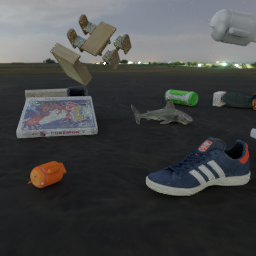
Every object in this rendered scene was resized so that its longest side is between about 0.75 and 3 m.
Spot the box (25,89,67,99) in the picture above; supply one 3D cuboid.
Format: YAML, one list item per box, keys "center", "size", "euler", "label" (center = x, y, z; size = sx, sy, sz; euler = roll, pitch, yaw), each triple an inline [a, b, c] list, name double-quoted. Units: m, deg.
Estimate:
- center: [-4.323, -1.610, 15.317]
  size: [2.406, 0.935, 1.142]
  euler: [-4, 14, -18]
  label: "box"

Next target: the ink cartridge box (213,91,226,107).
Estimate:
- center: [5.177, -1.653, 15.927]
  size: [0.430, 0.743, 1.275]
  euler: [10, 17, 34]
  label: "ink cartridge box"

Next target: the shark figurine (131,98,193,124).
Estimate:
- center: [1.411, -0.730, 11.708]
  size: [2.461, 1.027, 1.471]
  euler: [4, 13, 7]
  label: "shark figurine"

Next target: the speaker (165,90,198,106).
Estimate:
- center: [3.076, -1.769, 16.243]
  size: [0.853, 0.853, 1.929]
  euler: [-11, 18, -38]
  label: "speaker"

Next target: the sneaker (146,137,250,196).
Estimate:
- center: [1.468, 0.700, 5.774]
  size: [2.352, 0.994, 0.882]
  euler: [-6, 15, -21]
  label: "sneaker"

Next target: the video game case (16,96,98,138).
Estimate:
- center: [-2.630, -0.529, 10.689]
  size: [2.680, 0.338, 2.941]
  euler: [-3, 29, -11]
  label: "video game case"

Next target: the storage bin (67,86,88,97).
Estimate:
- center: [-2.214, -1.123, 12.633]
  size: [1.043, 1.434, 0.963]
  euler: [-3, 5, -11]
  label: "storage bin"

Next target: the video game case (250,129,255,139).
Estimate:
- center: [4.442, 0.501, 6.687]
  size: [2.231, 0.287, 2.454]
  euler: [12, 7, 5]
  label: "video game case"

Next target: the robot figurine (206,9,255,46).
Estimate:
- center: [3.635, -3.443, 9.624]
  size: [1.885, 1.064, 1.599]
  euler: [9, 29, -3]
  label: "robot figurine"

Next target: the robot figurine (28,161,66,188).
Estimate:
- center: [-1.686, 0.970, 5.841]
  size: [0.560, 0.454, 0.778]
  euler: [14, 19, 37]
  label: "robot figurine"

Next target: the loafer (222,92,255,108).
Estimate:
- center: [6.309, -1.388, 15.238]
  size: [2.296, 0.825, 0.722]
  euler: [9, -18, 22]
  label: "loafer"

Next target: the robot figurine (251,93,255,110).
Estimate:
- center: [6.808, -1.415, 14.479]
  size: [0.782, 1.078, 0.314]
  euler: [4, -23, 19]
  label: "robot figurine"

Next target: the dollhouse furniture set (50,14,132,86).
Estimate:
- center: [-1.511, -3.196, 10.819]
  size: [2.213, 2.525, 1.678]
  euler: [31, -11, 18]
  label: "dollhouse furniture set"
